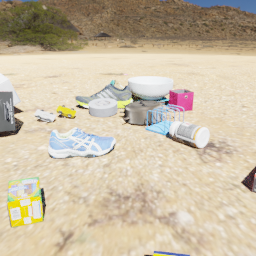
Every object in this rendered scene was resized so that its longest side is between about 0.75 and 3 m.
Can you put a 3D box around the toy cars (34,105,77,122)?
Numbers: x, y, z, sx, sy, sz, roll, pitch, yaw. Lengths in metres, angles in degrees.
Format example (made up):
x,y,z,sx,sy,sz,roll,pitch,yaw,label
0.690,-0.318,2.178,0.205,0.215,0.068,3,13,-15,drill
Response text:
x,y,z,sx,sy,sz,roll,pitch,yaw,label
-3.064,-0.542,11.902,1.743,0.386,0.782,-15,55,-29,toy cars

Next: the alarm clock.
x,y,z,sx,sy,sz,roll,pitch,yaw,label
0.907,-0.710,11.754,2.423,0.807,1.634,-2,16,-8,alarm clock

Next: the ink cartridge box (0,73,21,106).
x,y,z,sx,sy,sz,roll,pitch,yaw,label
-5.873,-1.615,12.210,1.740,1.277,1.271,31,59,33,ink cartridge box

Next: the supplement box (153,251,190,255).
x,y,z,sx,sy,sz,roll,pitch,yaw,label
0.563,2.206,3.683,0.546,0.543,0.998,3,19,9,supplement box

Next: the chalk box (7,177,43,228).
x,y,z,sx,sy,sz,roll,pitch,yaw,label
-2.111,1.442,5.785,0.630,0.633,1.017,-6,21,-18,chalk box

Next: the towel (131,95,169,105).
x,y,z,sx,sy,sz,roll,pitch,yaw,label
1.122,-1.594,15.225,1.751,0.259,2.388,-9,21,-26,towel

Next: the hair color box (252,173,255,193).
x,y,z,sx,sy,sz,roll,pitch,yaw,label
3.772,1.150,6.801,0.922,0.532,1.663,16,26,37,hair color box

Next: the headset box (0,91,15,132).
x,y,z,sx,sy,sz,roll,pitch,yaw,label
-4.692,-0.645,10.201,0.715,1.416,1.905,-7,10,-36,headset box

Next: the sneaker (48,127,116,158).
x,y,z,sx,sy,sz,roll,pitch,yaw,label
-1.371,0.422,8.510,2.070,0.797,0.784,-4,18,-16,sneaker

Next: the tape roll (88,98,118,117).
x,y,z,sx,sy,sz,roll,pitch,yaw,label
-1.133,-0.937,12.775,1.318,0.436,1.318,-2,27,1,tape roll

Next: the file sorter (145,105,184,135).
x,y,z,sx,sy,sz,roll,pitch,yaw,label
1.453,-0.355,10.754,0.919,0.813,1.325,18,25,41,file sorter

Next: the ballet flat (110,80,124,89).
x,y,z,sx,sy,sz,roll,pitch,yaw,label
-0.623,-2.014,15.770,0.961,1.038,2.943,24,18,-12,ballet flat

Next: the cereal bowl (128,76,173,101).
x,y,z,sx,sy,sz,roll,pitch,yaw,label
1.182,-2.079,14.915,2.439,1.016,2.439,1,19,0,cereal bowl

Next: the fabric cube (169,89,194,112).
x,y,z,sx,sy,sz,roll,pitch,yaw,label
2.545,-1.335,13.463,0.896,0.911,0.914,-6,19,-18,fabric cube

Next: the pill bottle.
x,y,z,sx,sy,sz,roll,pitch,yaw,label
2.023,0.184,9.344,0.709,0.709,1.219,-16,25,-38,pill bottle

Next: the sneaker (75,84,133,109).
x,y,z,sx,sy,sz,roll,pitch,yaw,label
-1.158,-1.606,13.841,2.866,1.160,1.059,-3,19,-9,sneaker
